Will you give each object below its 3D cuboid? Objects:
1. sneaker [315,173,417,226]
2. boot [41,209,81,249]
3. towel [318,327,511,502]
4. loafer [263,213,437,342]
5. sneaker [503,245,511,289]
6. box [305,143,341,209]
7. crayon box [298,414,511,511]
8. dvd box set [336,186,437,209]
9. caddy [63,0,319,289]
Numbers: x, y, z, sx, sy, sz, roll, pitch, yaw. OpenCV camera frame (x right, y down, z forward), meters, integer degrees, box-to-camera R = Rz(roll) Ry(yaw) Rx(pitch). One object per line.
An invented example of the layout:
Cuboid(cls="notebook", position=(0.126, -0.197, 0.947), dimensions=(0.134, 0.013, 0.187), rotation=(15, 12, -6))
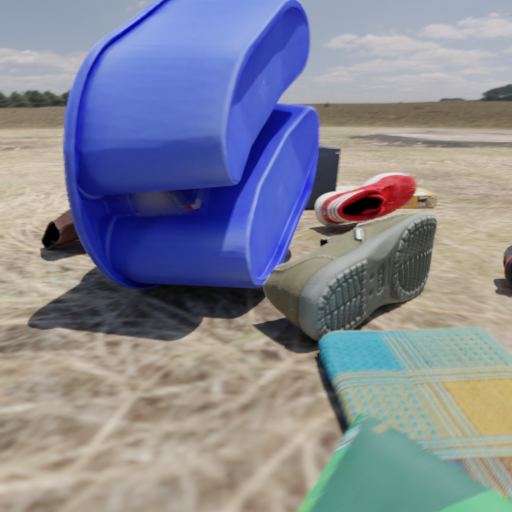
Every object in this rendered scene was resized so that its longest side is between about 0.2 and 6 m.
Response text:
Cuboid(cls="sneaker", position=(2.266, -0.969, 10.164), dimensions=(2.159, 0.846, 1.247), rotation=(-22, 15, -18))
Cuboid(cls="boot", position=(-2.829, -0.670, 9.497), dimensions=(1.827, 0.795, 2.197), rotation=(-33, 6, -30))
Cuboid(cls="towel", position=(1.454, 1.123, 4.287), dimensions=(1.674, 0.248, 2.282), rotation=(-1, 17, -3))
Cuboid(cls="loafer", position=(1.182, 0.042, 6.474), dimensions=(1.014, 1.095, 2.912), rotation=(19, 24, 37))
Cuboid(cls="sneaker", position=(4.026, 0.092, 7.090), dimensions=(1.859, 0.657, 0.908), rotation=(0, 18, 6))
Cuboid(cls="box", position=(1.273, -1.814, 12.487), dimensions=(0.703, 1.350, 1.230), rotation=(0, 15, -16))
Cuboid(cls="crayon box", position=(0.850, 1.403, 1.167), dimensions=(2.122, 0.618, 1.261), rotation=(30, 24, 18))
Cuboid(cls="dvd box set", position=(2.783, -1.363, 12.877), dimensions=(2.184, 0.321, 1.598), rotation=(-2, 16, -8))
Cuboid(cls="caddy", position=(-0.723, -1.528, 7.215), dimensions=(2.313, 3.115, 4.406), rotation=(4, 41, 19))
